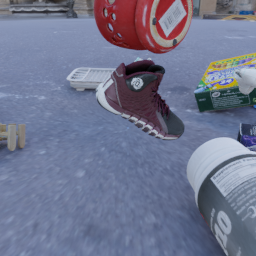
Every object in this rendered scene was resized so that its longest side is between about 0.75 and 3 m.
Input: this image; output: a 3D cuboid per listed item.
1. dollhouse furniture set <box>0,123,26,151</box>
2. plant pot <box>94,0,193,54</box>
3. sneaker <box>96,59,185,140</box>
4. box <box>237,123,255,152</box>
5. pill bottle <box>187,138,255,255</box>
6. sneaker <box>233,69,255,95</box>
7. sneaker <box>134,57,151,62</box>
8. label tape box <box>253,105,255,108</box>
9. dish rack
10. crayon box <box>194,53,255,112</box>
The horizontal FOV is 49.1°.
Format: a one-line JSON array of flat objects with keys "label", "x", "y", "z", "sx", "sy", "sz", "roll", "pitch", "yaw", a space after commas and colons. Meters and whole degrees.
[{"label": "dollhouse furniture set", "x": -3.134, "y": 0.401, "z": 6.022, "sx": 1.302, "sy": 0.987, "sz": 1.486, "roll": 3, "pitch": 3, "yaw": 6}, {"label": "plant pot", "x": 0.524, "y": -3.513, "z": 8.396, "sx": 2.428, "sy": 2.428, "sz": 2.211, "roll": -18, "pitch": 32, "yaw": -34}, {"label": "sneaker", "x": 0.356, "y": -0.373, "z": 3.583, "sx": 1.395, "sy": 0.806, "sz": 0.528, "roll": 23, "pitch": 38, "yaw": -25}, {"label": "box", "x": 2.758, "y": 0.453, "z": 5.583, "sx": 1.139, "sy": 0.843, "sz": 0.594, "roll": 7, "pitch": 27, "yaw": 17}, {"label": "pill bottle", "x": 1.682, "y": 1.098, "z": 3.724, "sx": 1.268, "sy": 1.268, "sz": 2.227, "roll": -5, "pitch": 25, "yaw": -10}, {"label": "sneaker", "x": 2.240, "y": -0.956, "z": 5.388, "sx": 0.499, "sy": 0.424, "sz": 1.128, "roll": 24, "pitch": 2, "yaw": 10}, {"label": "sneaker", "x": 0.359, "y": -2.705, "z": 12.327, "sx": 1.750, "sy": 0.774, "sz": 0.658, "roll": -21, "pitch": 34, "yaw": -36}, {"label": "label tape box", "x": 4.755, "y": -1.247, "z": 9.311, "sx": 1.592, "sy": 0.734, "sz": 2.221, "roll": 0, "pitch": 24, "yaw": 1}, {"label": "dish rack", "x": -1.058, "y": -1.885, "z": 10.915, "sx": 2.332, "sy": 0.508, "sz": 2.002, "roll": 1, "pitch": 24, "yaw": 2}, {"label": "crayon box", "x": 3.377, "y": -1.601, "z": 8.912, "sx": 1.797, "sy": 0.737, "sz": 2.858, "roll": -6, "pitch": 29, "yaw": 33}]
